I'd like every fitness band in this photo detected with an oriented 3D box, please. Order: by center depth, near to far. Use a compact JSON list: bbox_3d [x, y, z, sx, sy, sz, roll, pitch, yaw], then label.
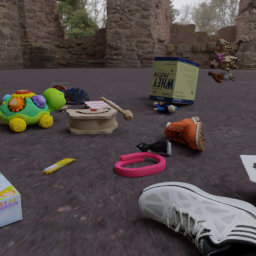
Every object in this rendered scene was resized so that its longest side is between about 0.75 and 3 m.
[{"bbox_3d":[0.303,0.921,7.078,1.321,0.247,0.949,-9,20,-26],"label":"fitness band"}]

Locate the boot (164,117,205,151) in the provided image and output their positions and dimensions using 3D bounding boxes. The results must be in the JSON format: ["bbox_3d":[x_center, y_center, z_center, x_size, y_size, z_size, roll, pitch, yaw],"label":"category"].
[{"bbox_3d":[1.750,0.210,8.779,1.210,0.847,2.257,-6,10,7],"label":"boot"}]

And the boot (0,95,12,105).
[{"bbox_3d":[-5.097,-0.982,13.665,2.013,0.732,2.138,1,21,-27],"label":"boot"}]

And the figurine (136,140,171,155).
[{"bbox_3d":[0.732,0.554,7.806,0.859,0.379,0.881,-1,-10,15],"label":"figurine"}]

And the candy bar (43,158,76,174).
[{"bbox_3d":[-1.749,0.949,7.149,0.260,0.116,1.043,3,16,27],"label":"candy bar"}]

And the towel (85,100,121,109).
[{"bbox_3d":[-1.338,-1.068,14.298,1.465,0.300,2.003,-6,19,-20],"label":"towel"}]

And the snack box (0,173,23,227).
[{"bbox_3d":[-2.867,1.301,5.029,1.385,0.556,1.642,-12,21,-39],"label":"snack box"}]

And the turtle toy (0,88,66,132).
[{"bbox_3d":[-3.805,-0.822,11.163,2.773,1.401,2.021,-12,19,-37],"label":"turtle toy"}]

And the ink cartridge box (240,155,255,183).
[{"bbox_3d":[3.338,1.143,5.122,2.357,0.800,1.357,4,16,13],"label":"ink cartridge box"}]

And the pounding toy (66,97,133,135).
[{"bbox_3d":[-1.079,-0.619,10.416,2.451,1.406,1.402,-1,20,-4],"label":"pounding toy"}]

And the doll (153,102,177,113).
[{"bbox_3d":[1.784,-0.975,13.599,1.166,0.414,1.708,-6,13,-18],"label":"doll"}]

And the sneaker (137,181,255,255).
[{"bbox_3d":[0.990,1.414,4.232,1.990,0.751,1.145,7,15,18],"label":"sneaker"}]

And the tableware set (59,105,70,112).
[{"bbox_3d":[-3.357,-0.957,14.005,0.645,0.195,0.975,-28,24,-37],"label":"tableware set"}]

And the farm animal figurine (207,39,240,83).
[{"bbox_3d":[2.458,-1.752,7.344,1.064,1.076,0.561,-7,28,-39],"label":"farm animal figurine"}]

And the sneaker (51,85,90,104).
[{"bbox_3d":[-3.253,-1.850,15.866,2.192,0.826,0.860,15,-19,-6],"label":"sneaker"}]

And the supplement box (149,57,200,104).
[{"bbox_3d":[2.512,-2.509,15.084,1.522,2.265,2.267,13,10,41],"label":"supplement box"}]
